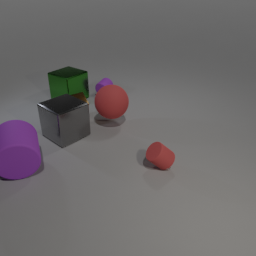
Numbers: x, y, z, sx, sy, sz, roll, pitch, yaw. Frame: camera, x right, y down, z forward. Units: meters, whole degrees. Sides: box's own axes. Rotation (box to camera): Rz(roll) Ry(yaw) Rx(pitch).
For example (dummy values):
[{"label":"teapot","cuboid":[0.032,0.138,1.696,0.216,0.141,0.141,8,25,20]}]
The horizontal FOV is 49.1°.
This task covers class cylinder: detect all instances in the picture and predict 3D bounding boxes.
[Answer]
[{"label":"cylinder","cuboid":[-1.219,-2.130,14.430,0.700,0.700,0.700,13,39,21]},{"label":"cylinder","cuboid":[1.057,0.907,9.147,0.700,0.700,0.700,36,13,-32]},{"label":"cylinder","cuboid":[-3.573,0.676,8.974,1.400,1.400,1.400,-10,38,-17]}]

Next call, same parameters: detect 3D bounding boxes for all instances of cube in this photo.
[{"label":"cube","cuboid":[-2.936,-2.124,13.948,1.400,1.400,1.400,21,36,32]},{"label":"cube","cuboid":[-2.191,-1.028,12.203,0.700,0.700,0.700,-19,67,-26]},{"label":"cube","cuboid":[-2.453,-0.332,10.857,1.400,1.400,1.400,25,38,36]}]

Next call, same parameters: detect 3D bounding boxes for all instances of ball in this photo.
[{"label":"ball","cuboid":[-0.665,-1.066,11.432,1.400,1.400,1.400,0,30,0]}]
